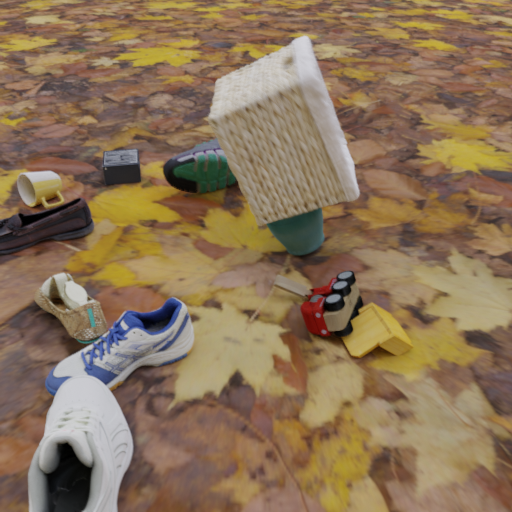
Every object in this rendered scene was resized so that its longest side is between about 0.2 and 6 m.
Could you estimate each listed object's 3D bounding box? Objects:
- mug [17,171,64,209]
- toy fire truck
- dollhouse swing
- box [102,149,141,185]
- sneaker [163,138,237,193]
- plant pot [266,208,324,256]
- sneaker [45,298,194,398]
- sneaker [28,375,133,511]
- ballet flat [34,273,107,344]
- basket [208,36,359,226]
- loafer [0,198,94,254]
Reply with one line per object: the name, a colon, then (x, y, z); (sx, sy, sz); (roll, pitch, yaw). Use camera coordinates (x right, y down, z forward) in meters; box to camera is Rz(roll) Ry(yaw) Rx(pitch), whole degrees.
mug: (-4.876, -1.505, 12.845); (0.766, 0.956, 0.785); (-13, 9, 44)
toy fire truck: (0.976, 0.754, 9.496); (1.361, 0.876, 1.198); (-10, 23, 29)
dollhouse swing: (1.926, 1.333, 9.101); (0.760, 0.735, 0.836); (31, 19, -33)
box: (-3.312, -2.200, 13.812); (0.880, 0.542, 0.873); (-6, 35, -9)
sneaker: (-0.871, -2.414, 13.408); (3.083, 1.147, 1.350); (-13, 52, -24)
plant pot: (0.786, -0.670, 10.951); (1.209, 1.136, 1.209); (-18, 32, 12)
sneaker: (-2.056, 1.302, 8.391); (2.316, 1.021, 0.872); (-23, 42, -27)
sneaker: (-2.058, 2.311, 6.581); (1.109, 1.414, 2.845); (-8, 36, -12)
ballet flat: (-3.074, 0.684, 9.220); (0.777, 0.720, 2.205); (-18, 27, -38)
basket: (0.513, -2.258, 10.152); (1.967, 2.446, 2.424); (-18, 33, 13)
loafer: (-4.599, -0.669, 11.417); (2.446, 0.770, 0.879); (-13, 37, -18)
